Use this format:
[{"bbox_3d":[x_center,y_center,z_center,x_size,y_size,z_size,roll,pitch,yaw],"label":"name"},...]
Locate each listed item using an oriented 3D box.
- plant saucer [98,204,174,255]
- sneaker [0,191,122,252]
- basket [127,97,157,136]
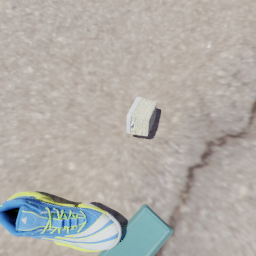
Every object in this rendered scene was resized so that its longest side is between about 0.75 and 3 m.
[{"bbox_3d":[-0.187,3.208,6.697,1.014,0.275,2.900,41,73,16],"label":"plant saucer"},{"bbox_3d":[-1.654,2.227,6.311,2.913,1.530,1.103,9,85,11],"label":"sneaker"},{"bbox_3d":[0.390,-0.314,7.673,0.603,0.663,0.978,12,41,13],"label":"basket"}]
